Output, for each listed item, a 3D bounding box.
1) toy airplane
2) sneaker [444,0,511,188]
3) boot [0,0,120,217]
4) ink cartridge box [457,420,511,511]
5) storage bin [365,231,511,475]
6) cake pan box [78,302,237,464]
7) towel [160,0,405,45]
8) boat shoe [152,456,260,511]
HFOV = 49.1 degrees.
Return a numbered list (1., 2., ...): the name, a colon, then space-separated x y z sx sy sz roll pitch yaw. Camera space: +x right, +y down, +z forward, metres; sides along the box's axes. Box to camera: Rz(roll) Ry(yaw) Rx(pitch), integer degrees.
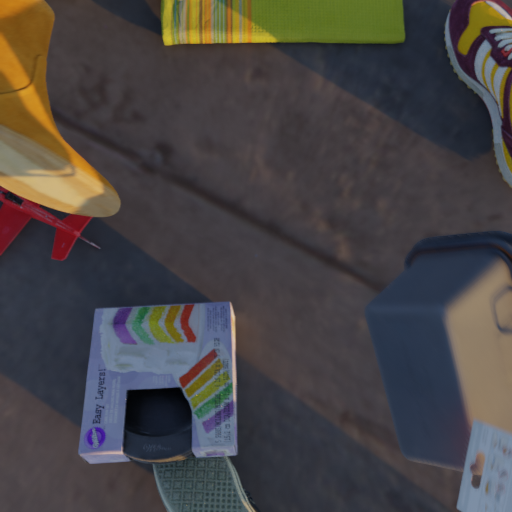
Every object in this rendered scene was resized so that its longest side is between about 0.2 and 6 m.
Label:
1. toy airplane: -3.146 -0.589 8.026 2.019 0.371 2.019 0 75 1
2. sneaker: 3.855 -2.688 8.038 1.288 1.549 3.437 -16 74 -5
3. boot: -2.338 -1.763 5.629 2.746 0.966 1.966 30 56 -25
4. ink cartridge box: 1.994 1.693 4.048 0.267 0.934 0.759 6 96 -37
5. storage bin: 1.890 0.930 5.094 1.327 1.438 1.976 -27 105 -42
6. cake pan box: -1.178 1.587 7.055 1.852 0.526 2.011 -3 57 1
7. towel: 0.415 -4.204 9.179 3.924 0.354 1.689 0 78 -1
8. boat shoe: -0.402 3.131 6.693 0.940 0.785 2.521 -34 61 -24
